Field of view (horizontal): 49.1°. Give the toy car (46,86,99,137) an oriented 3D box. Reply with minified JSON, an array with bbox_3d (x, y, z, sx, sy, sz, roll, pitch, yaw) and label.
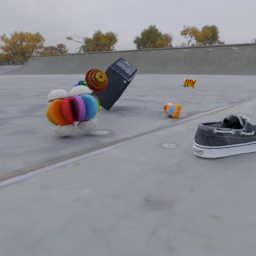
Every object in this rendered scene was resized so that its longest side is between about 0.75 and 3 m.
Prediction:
[{"bbox_3d":[-1.465,-0.497,7.610,1.467,1.284,1.100,-13,0,-19],"label":"toy car"}]

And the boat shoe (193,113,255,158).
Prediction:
[{"bbox_3d":[2.553,0.067,6.597,2.464,0.835,0.884,-6,18,-27],"label":"boat shoe"}]

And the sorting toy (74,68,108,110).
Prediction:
[{"bbox_3d":[-1.246,-1.313,9.625,1.064,1.770,0.727,20,-15,-23],"label":"sorting toy"}]

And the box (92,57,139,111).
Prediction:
[{"bbox_3d":[-0.579,-1.931,12.177,1.073,1.731,1.701,36,29,-5],"label":"box"}]

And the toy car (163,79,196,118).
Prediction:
[{"bbox_3d":[1.783,-1.156,10.296,0.574,1.726,0.847,12,26,-18],"label":"toy car"}]
